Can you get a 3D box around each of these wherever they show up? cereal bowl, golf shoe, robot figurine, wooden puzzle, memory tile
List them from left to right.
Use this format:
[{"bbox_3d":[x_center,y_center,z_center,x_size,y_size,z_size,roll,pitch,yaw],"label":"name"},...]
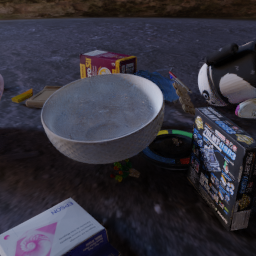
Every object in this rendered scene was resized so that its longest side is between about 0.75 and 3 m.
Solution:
[{"bbox_3d":[-2.838,-1.154,10.703,2.668,0.312,1.800,8,32,16],"label":"wooden puzzle"},{"bbox_3d":[-0.559,-0.158,7.023,2.986,1.244,2.986,-3,37,3],"label":"cereal bowl"},{"bbox_3d":[1.901,-0.965,9.358,0.098,1.164,0.892,-31,-25,31],"label":"memory tile"},{"bbox_3d":[3.814,-1.781,9.501,2.914,2.189,1.818,-17,7,44],"label":"robot figurine"},{"bbox_3d":[4.405,-0.575,9.113,1.760,0.663,0.805,-7,30,-12],"label":"golf shoe"}]

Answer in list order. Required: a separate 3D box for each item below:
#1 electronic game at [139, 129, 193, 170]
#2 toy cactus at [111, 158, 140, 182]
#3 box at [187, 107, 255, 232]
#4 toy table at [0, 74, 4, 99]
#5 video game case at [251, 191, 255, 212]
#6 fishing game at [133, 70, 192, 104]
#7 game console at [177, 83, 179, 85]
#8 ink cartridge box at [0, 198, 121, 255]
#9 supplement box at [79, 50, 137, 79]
[{"bbox_3d":[1.168,0.497,7.187,1.853,0.386,1.853,0,26,0],"label":"electronic game"},{"bbox_3d":[-0.046,0.976,6.365,0.633,0.392,0.767,24,27,5],"label":"toy cactus"},{"bbox_3d":[1.716,0.690,5.280,0.430,1.718,1.731,-5,26,-13],"label":"box"},{"bbox_3d":[-5.084,-0.860,7.878,1.709,2.683,2.919,18,23,-1],"label":"toy table"},{"bbox_3d":[2.908,0.873,6.066,1.966,0.186,1.404,-20,41,-18],"label":"video game case"},{"bbox_3d":[1.105,-1.563,10.799,2.853,0.444,2.043,-13,50,-37],"label":"fishing game"},{"bbox_3d":[1.312,-1.769,11.361,1.201,0.711,1.025,24,0,41],"label":"game console"},{"bbox_3d":[-1.123,1.874,4.482,1.449,0.320,1.476,-22,32,-38],"label":"ink cartridge box"},{"bbox_3d":[-0.833,-2.342,11.738,2.249,1.472,1.160,18,32,34],"label":"supplement box"}]
